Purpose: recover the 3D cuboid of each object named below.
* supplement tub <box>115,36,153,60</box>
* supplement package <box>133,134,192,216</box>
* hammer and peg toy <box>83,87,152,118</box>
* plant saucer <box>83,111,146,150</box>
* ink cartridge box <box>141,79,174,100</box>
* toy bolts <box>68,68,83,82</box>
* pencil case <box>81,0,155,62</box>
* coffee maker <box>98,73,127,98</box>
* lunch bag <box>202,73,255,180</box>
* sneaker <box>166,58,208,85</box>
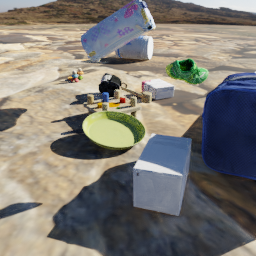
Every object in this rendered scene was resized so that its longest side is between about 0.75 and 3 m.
[{"bbox_3d":[0.372,-5.100,17.695,2.192,1.446,1.446,7,26,17],"label":"supplement tub"},{"bbox_3d":[0.697,0.830,5.430,0.874,0.863,1.441,8,26,16],"label":"supplement package"},{"bbox_3d":[-0.288,-0.758,9.121,1.997,0.704,1.469,-16,27,-31],"label":"hammer and peg toy"},{"bbox_3d":[-0.368,0.081,7.490,1.683,0.261,1.683,7,33,-4],"label":"plant saucer"},{"bbox_3d":[1.165,-1.545,11.075,0.853,0.482,1.164,-11,27,-22],"label":"ink cartridge box"},{"bbox_3d":[-2.495,-2.482,13.066,0.734,0.533,0.768,3,25,6],"label":"toy bolts"},{"bbox_3d":[-0.346,-3.259,9.546,2.572,1.166,1.069,-24,-14,19],"label":"pencil case"},{"bbox_3d":[-0.573,-1.650,10.979,1.097,0.769,1.142,0,25,-1],"label":"coffee maker"},{"bbox_3d":[3.012,-0.103,6.128,2.918,1.983,1.931,12,26,29],"label":"lunch bag"},{"bbox_3d":[1.253,-1.132,5.595,1.034,0.383,0.432,1,-22,-31],"label":"sneaker"}]
